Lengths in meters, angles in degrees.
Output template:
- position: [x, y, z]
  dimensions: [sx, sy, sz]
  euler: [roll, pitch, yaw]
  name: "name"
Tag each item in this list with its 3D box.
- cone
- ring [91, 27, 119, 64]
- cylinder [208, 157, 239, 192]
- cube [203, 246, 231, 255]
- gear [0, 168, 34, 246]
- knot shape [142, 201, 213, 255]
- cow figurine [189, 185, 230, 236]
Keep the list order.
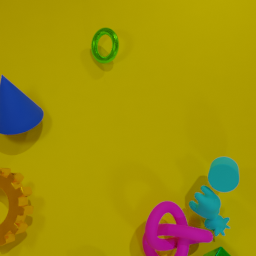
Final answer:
- position: [-3.162, -0.804, 7.562]
  dimensions: [1.412, 1.417, 1.412]
  euler: [-2, 39, 2]
  name: "cone"
- position: [-0.736, -2.595, 8.841]
  dimensions: [1.114, 0.223, 1.114]
  euler: [6, 101, 36]
  name: "ring"
- position: [2.394, 1.147, 7.003]
  dimensions: [0.715, 0.715, 0.715]
  euler: [4, 100, 20]
  name: "cylinder"
- position: [2.162, 3.535, 6.730]
  dimensions: [0.818, 0.818, 0.818]
  euler: [44, 50, 13]
  name: "cube"
- position: [-3.376, 2.018, 7.255]
  dimensions: [1.931, 0.357, 1.931]
  euler: [-3, 79, 19]
  name: "gear"
- position: [1.028, 2.575, 6.834]
  dimensions: [1.804, 0.834, 1.688]
  euler: [-28, 112, 10]
  name: "knot shape"
- position: [2.147, 2.134, 7.127]
  dimensions: [1.159, 1.178, 0.647]
  euler: [40, 61, 22]
  name: "cow figurine"
